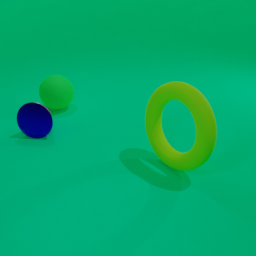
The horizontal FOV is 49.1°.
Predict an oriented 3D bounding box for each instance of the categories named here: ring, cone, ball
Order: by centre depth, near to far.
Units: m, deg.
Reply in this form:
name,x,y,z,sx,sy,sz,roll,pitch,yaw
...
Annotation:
name,x,y,z,sx,sy,sz,roll,pitch,yaw
ring,1.101,-0.027,6.283,0.403,2.017,2.017,-13,30,-35
cone,-2.495,-0.347,8.134,1.032,1.032,1.035,3,18,6
ball,-2.395,-1.207,9.410,1.148,1.148,1.148,0,28,0
